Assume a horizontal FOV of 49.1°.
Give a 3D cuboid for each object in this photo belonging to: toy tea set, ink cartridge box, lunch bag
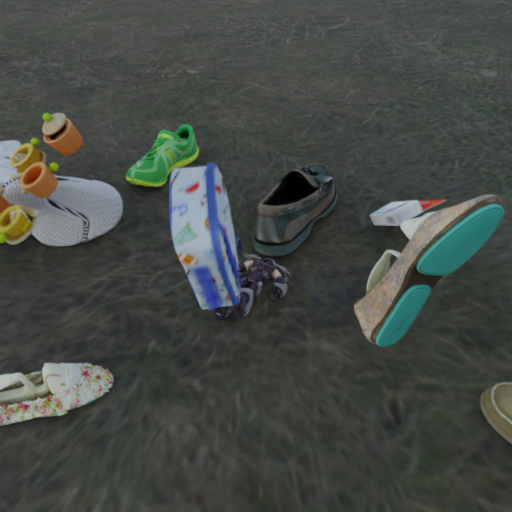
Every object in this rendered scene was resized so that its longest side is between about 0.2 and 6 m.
[{"bbox_3d":[-3.717,-1.321,8.657,1.374,0.855,2.311,8,64,33],"label":"toy tea set"},{"bbox_3d":[2.671,-0.856,9.990,0.982,0.249,1.114,-29,8,-7],"label":"ink cartridge box"},{"bbox_3d":[-0.616,-0.164,7.327,0.712,1.884,1.510,-11,59,3],"label":"lunch bag"}]

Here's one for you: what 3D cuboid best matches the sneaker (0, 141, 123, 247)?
[{"bbox_3d":[-4.160,-1.258,10.331,3.612,1.357,2.076,-3,38,2],"label":"sneaker"}]

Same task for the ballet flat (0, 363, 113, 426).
[{"bbox_3d":[-2.735,1.664,6.935,1.875,0.599,0.709,-14,38,-19],"label":"ballet flat"}]

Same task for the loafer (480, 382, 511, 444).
[{"bbox_3d":[3.597,2.004,6.370,2.049,0.691,0.779,28,44,33],"label":"loafer"}]

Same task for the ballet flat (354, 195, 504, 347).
[{"bbox_3d":[2.025,0.061,7.171,0.862,2.531,0.851,11,35,-36],"label":"ballet flat"}]

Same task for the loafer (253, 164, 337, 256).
[{"bbox_3d":[0.807,-1.142,10.450,1.097,0.960,3.052,6,35,22],"label":"loafer"}]

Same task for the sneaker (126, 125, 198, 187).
[{"bbox_3d":[-2.050,-2.190,12.010,0.836,0.943,2.256,16,39,20],"label":"sneaker"}]

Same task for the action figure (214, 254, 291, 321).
[{"bbox_3d":[-0.069,0.448,8.752,0.966,0.515,1.485,12,33,27],"label":"action figure"}]
